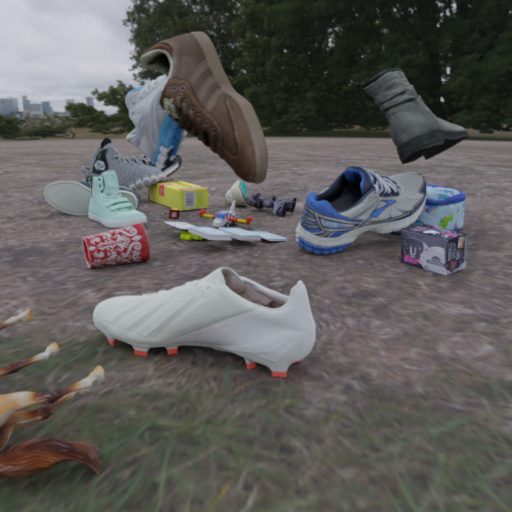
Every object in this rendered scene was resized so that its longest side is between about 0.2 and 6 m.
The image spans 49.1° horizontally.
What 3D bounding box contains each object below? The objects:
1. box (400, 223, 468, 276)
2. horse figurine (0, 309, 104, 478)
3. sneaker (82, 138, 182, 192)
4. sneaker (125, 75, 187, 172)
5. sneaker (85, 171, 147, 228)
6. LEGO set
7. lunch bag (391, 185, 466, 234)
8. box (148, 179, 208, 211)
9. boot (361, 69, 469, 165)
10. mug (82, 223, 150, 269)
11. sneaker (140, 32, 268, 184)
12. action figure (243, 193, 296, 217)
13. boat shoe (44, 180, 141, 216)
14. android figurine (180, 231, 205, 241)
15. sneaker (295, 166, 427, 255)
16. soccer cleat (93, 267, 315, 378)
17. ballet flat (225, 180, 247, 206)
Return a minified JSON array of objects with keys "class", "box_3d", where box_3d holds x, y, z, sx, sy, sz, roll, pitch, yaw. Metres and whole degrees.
[{"class":"box","box_3d":[3.370,-0.132,10.703,0.630,0.726,1.098,-15,21,-31]},{"class":"horse figurine","box_3d":[-2.550,1.352,5.323,1.761,0.663,2.658,-26,34,-35]},{"class":"sneaker","box_3d":[-3.905,-2.939,17.263,3.067,1.771,1.151,-27,26,-12]},{"class":"sneaker","box_3d":[-1.957,-3.192,11.407,1.378,3.179,1.192,31,42,-1]},{"class":"sneaker","box_3d":[-3.654,-1.481,14.421,2.281,1.345,0.839,16,21,41]},{"class":"LEGO set","box_3d":[-0.909,-0.887,13.275,2.156,0.708,2.887,0,12,-36]},{"class":"lunch bag","box_3d":[3.749,-1.252,14.139,2.688,1.108,2.161,15,18,39]},{"class":"box","box_3d":[-2.453,-1.904,17.244,0.964,0.642,2.561,-9,18,-29]},{"class":"boot","box_3d":[3.540,-3.197,12.269,1.056,2.038,3.120,-29,-6,36]},{"class":"mug","box_3d":[-2.752,-0.086,10.964,1.143,1.015,0.763,-13,56,-26]},{"class":"sneaker","box_3d":[-0.851,-2.230,8.783,1.173,1.094,3.106,-19,60,-14]},{"class":"action figure","box_3d":[0.340,-1.513,15.972,1.603,0.556,1.043,17,16,39]},{"class":"boat shoe","box_3d":[-4.581,-1.681,15.833,2.630,0.985,0.813,2,17,1]},{"class":"android figurine","box_3d":[-1.349,-0.498,13.048,0.884,0.181,0.804,11,18,42]},{"class":"sneaker","box_3d":[2.403,-1.230,11.906,3.443,1.466,1.326,-25,45,-25]},{"class":"soccer cleat","box_3d":[-0.705,0.663,7.012,3.005,1.166,1.041,6,16,21]},{"class":"ballet flat","box_3d":[-0.619,-1.867,17.368,0.723,0.723,2.082,0,14,0]}]
